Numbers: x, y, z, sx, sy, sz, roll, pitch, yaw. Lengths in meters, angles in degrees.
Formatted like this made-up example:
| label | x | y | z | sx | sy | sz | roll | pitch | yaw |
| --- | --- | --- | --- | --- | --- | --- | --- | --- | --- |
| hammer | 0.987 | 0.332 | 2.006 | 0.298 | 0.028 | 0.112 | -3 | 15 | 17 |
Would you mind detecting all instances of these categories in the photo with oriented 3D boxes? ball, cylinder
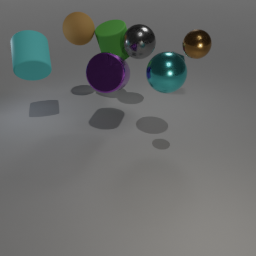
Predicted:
| label | x | y | z | sx | sy | sz | roll | pitch | yaw |
| --- | --- | --- | --- | --- | --- | --- | --- | --- | --- |
| ball | -2.164 | -4.363 | 12.325 | 1.400 | 1.400 | 1.400 | 0 | 30 | 0 |
| ball | 0.467 | -3.594 | 11.700 | 1.400 | 1.400 | 1.400 | 0 | 30 | 0 |
| cylinder | -0.700 | -2.036 | 10.398 | 1.400 | 1.400 | 1.400 | 4 | 11 | 8 |
| cylinder | -3.772 | -2.801 | 10.915 | 1.400 | 1.400 | 1.400 | -8 | 69 | -14 |
| ball | 1.695 | -2.057 | 6.888 | 0.700 | 0.700 | 0.700 | 0 | 30 | 0 |
| ball | 1.316 | -1.890 | 9.583 | 1.400 | 1.400 | 1.400 | 0 | 30 | 0 |
| cylinder | -0.635 | -3.895 | 12.613 | 1.400 | 1.400 | 1.400 | -9 | 47 | 9 |

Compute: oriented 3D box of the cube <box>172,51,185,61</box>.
| label | x | y | z | sx | sy | sz | roll | pitch | yaw |
| --- | --- | --- | --- | --- | --- | --- | --- | --- | --- |
| cube | 2.424 | -3.343 | 14.313 | 0.700 | 0.700 | 0.700 | 18 | 44 | -11 |
